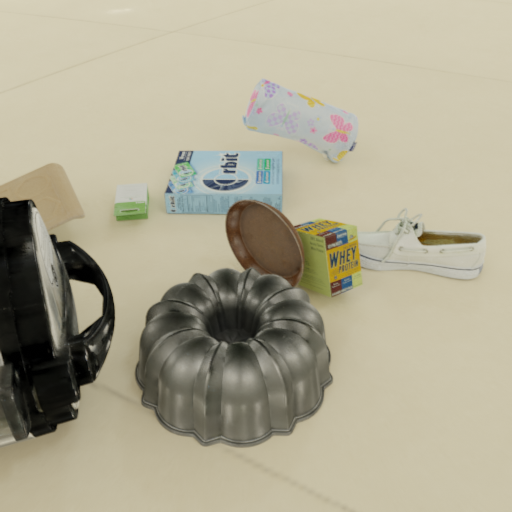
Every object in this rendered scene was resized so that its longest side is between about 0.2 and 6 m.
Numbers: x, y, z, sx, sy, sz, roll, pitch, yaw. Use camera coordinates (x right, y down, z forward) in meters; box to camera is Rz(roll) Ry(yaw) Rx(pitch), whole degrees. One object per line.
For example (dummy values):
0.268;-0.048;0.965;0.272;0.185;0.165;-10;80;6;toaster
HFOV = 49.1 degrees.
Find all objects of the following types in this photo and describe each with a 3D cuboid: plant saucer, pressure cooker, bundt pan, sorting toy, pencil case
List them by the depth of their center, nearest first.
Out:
-3.274;0.794;6.360;3.252;2.905;2.860;-11;75;-16;pressure cooker
-0.306;1.093;7.463;2.733;1.026;2.733;-1;35;0;bundt pan
0.172;-0.194;8.711;1.601;1.601;0.276;28;47;33;plant saucer
-4.149;-0.777;9.863;1.966;0.359;1.820;-24;47;-14;sorting toy
0.979;-2.940;12.259;2.496;1.132;1.038;19;36;-13;pencil case

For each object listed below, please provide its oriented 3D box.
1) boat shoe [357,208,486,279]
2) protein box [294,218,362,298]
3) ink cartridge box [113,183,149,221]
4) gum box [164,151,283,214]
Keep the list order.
2.583;-0.300;9.331;2.420;1.032;0.894;10;36;15;boat shoe
1.070;0.002;8.746;0.649;0.962;0.955;-19;21;-28;protein box
-2.405;-0.971;10.845;0.612;0.350;1.179;-4;36;-7;ink cartridge box
-0.589;-1.536;11.497;2.269;0.505;1.928;1;36;1;gum box
